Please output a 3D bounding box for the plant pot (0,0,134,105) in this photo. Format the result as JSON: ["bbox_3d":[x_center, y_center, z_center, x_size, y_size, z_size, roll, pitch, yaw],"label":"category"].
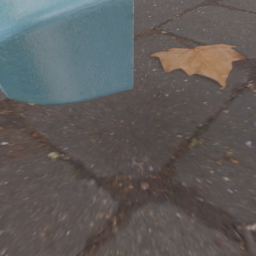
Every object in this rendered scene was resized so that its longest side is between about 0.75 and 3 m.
[{"bbox_3d":[-1.321,-1.624,4.610,2.156,2.111,2.117,-24,62,-13],"label":"plant pot"}]
